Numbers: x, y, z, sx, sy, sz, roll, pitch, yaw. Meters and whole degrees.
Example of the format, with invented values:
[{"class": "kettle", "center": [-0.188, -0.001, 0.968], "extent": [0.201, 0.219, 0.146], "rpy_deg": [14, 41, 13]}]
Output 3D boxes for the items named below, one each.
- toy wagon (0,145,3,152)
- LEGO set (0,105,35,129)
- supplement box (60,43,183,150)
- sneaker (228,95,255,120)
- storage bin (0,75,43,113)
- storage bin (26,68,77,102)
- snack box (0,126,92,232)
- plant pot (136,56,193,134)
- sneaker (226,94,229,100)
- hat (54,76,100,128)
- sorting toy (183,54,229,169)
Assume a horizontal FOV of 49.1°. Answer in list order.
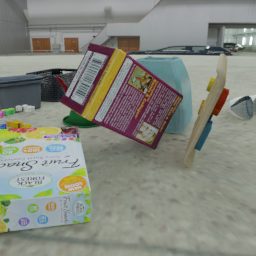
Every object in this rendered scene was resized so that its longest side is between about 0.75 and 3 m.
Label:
[{"class": "toy wagon", "center": [-2.622, 0.325, 4.356], "extent": [1.233, 0.244, 0.957], "rpy_deg": [-7, -10, -35]}, {"class": "LEGO set", "center": [-3.364, -0.226, 8.358], "extent": [0.775, 0.721, 1.890], "rpy_deg": [9, 13, 17]}, {"class": "supplement box", "center": [-0.071, -0.677, 6.557], "extent": [2.381, 1.559, 1.229], "rpy_deg": [27, 1, -42]}, {"class": "sneaker", "center": [4.048, -0.749, 10.045], "extent": [0.984, 0.842, 2.260], "rpy_deg": [2, 8, 41]}, {"class": "storage bin", "center": [-4.267, -1.301, 10.681], "extent": [1.893, 1.271, 1.378], "rpy_deg": [-16, 24, -42]}, {"class": "storage bin", "center": [-3.382, -2.099, 13.288], "extent": [1.745, 1.210, 2.581], "rpy_deg": [6, 18, 18]}, {"class": "snack box", "center": [-1.657, 0.724, 5.010], "extent": [1.747, 0.651, 2.457], "rpy_deg": [-3, 25, -13]}, {"class": "plant pot", "center": [0.948, -1.196, 8.983], "extent": [2.055, 2.099, 2.060], "rpy_deg": [5, 19, 21]}, {"class": "sneaker", "center": [4.135, -1.389, 12.390], "extent": [0.942, 0.399, 0.343], "rpy_deg": [-17, 26, -38]}, {"class": "hat", "center": [-1.406, -0.994, 9.076], "extent": [1.563, 1.661, 1.887], "rpy_deg": [-3, 18, -7]}, {"class": "sorting toy", "center": [1.973, -0.588, 6.639], "extent": [0.393, 2.188, 2.937], "rpy_deg": [20, 28, 11]}]
